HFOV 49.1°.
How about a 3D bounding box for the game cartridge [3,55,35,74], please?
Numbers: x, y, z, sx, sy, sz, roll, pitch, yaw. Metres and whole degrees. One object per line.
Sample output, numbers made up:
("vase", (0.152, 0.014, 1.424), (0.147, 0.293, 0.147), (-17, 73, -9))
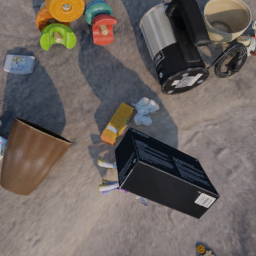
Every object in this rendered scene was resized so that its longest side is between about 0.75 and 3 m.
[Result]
("game cartridge", (-4.177, -2.431, 10.744), (1.106, 0.230, 0.737), (4, 67, 1))

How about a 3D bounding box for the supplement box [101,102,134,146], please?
("supplement box", (-0.364, -0.138, 9.810), (0.514, 0.497, 1.493), (27, 74, 8))

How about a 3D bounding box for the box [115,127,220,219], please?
("box", (1.019, 1.253, 7.970), (2.606, 1.839, 1.028), (26, 113, -18))

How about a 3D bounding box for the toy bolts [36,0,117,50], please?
("toy bolts", (-1.895, -4.480, 10.360), (2.909, 2.779, 2.018), (-8, 64, -21))

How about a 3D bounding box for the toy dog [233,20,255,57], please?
("toy dog", (4.829, -3.185, 10.588), (1.830, 1.207, 0.881), (-46, 55, -4))

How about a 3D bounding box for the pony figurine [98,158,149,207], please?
("pony figurine", (-0.008, 1.593, 8.876), (1.791, 1.491, 1.728), (-9, 58, 6))

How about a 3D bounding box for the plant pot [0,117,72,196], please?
("plant pot", (-3.102, 0.996, 8.867), (1.933, 1.933, 2.068), (25, 87, 8))

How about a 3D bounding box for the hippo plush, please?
("hippo plush", (0.514, -0.542, 9.766), (1.054, 0.840, 0.848), (14, 71, 4))

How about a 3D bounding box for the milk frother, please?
("milk frother", (2.344, -2.989, 10.088), (2.965, 2.676, 2.789), (-2, 68, -38))

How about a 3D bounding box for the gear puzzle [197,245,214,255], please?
("gear puzzle", (2.454, 4.075, 8.597), (0.526, 0.133, 1.016), (-34, 72, -9))

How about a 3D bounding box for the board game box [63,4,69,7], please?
("board game box", (-2.793, -4.699, 11.550), (0.559, 0.125, 1.066), (10, 72, 6))

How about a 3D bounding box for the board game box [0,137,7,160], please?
("board game box", (-5.435, 1.157, 9.397), (1.740, 0.443, 2.588), (28, 73, 9))

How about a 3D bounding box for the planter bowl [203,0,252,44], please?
("planter bowl", (3.641, -3.982, 10.756), (1.726, 1.161, 1.726), (0, 72, 0))
